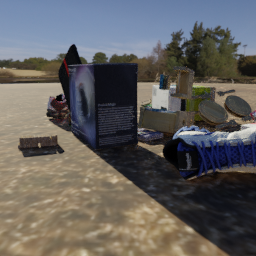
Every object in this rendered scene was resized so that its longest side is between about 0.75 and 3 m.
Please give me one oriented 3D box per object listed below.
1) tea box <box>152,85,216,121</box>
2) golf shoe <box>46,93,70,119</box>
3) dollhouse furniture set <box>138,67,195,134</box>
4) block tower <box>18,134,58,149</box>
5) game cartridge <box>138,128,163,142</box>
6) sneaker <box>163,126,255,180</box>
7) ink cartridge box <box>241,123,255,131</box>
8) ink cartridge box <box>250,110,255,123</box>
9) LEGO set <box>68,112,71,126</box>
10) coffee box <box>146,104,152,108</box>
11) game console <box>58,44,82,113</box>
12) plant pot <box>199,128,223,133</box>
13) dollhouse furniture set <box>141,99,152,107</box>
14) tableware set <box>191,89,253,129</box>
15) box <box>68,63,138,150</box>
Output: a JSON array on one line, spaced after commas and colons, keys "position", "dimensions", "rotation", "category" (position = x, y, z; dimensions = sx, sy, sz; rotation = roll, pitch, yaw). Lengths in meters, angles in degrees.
[{"position": [2.606, -1.273, 13.562], "dimensions": [2.303, 1.564, 2.341], "rotation": [-2, 12, -14], "category": "tea box"}, {"position": [-3.031, -1.175, 14.167], "dimensions": [0.966, 1.174, 2.485], "rotation": [6, 12, 29], "category": "golf shoe"}, {"position": [1.524, -0.993, 10.225], "dimensions": [1.557, 2.209, 1.548], "rotation": [9, 4, 32], "category": "dollhouse furniture set"}, {"position": [-2.797, 0.393, 8.697], "dimensions": [1.187, 0.343, 0.321], "rotation": [-5, 13, -19], "category": "block tower"}, {"position": [0.450, 0.191, 9.921], "dimensions": [0.897, 0.266, 1.384], "rotation": [-4, 12, -41], "category": "game cartridge"}, {"position": [1.933, 0.623, 6.119], "dimensions": [2.826, 1.142, 1.632], "rotation": [1, 13, 38], "category": "sneaker"}, {"position": [4.577, 0.240, 8.861], "dimensions": [0.965, 0.559, 1.657], "rotation": [-8, 14, -34], "category": "ink cartridge box"}, {"position": [5.297, -0.313, 10.950], "dimensions": [0.391, 0.681, 0.938], "rotation": [-31, 11, 2], "category": "ink cartridge box"}, {"position": [-2.043, -0.383, 11.708], "dimensions": [0.801, 0.603, 1.041], "rotation": [-9, 15, -37], "category": "LEGO set"}, {"position": [1.679, -1.239, 16.691], "dimensions": [1.033, 0.227, 0.635], "rotation": [7, 14, 34], "category": "coffee box"}, {"position": [-2.236, -1.875, 11.886], "dimensions": [0.397, 2.559, 2.263], "rotation": [-12, -16, -34], "category": "game console"}, {"position": [2.893, 0.174, 10.181], "dimensions": [1.095, 0.150, 1.095], "rotation": [0, 11, 0], "category": "plant pot"}, {"position": [1.708, -1.531, 18.004], "dimensions": [1.794, 0.693, 0.897], "rotation": [-18, 17, 9], "category": "dollhouse furniture set"}, {"position": [4.217, -0.718, 12.303], "dimensions": [2.925, 0.586, 1.933], "rotation": [-12, 54, -30], "category": "tableware set"}, {"position": [-0.904, -0.859, 9.298], "dimensions": [1.564, 2.518, 2.539], "rotation": [-6, 13, -27], "category": "box"}]
